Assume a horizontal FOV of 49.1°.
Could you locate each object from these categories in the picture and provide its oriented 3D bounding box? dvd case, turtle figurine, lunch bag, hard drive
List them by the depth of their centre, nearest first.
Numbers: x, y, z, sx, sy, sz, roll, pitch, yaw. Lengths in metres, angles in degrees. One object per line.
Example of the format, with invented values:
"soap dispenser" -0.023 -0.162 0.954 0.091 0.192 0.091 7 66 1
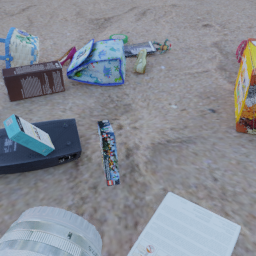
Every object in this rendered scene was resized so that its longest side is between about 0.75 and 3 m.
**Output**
"hard drive" -2.745 0.521 8.213 2.631 0.557 1.775 -10 39 -12
"lunch bag" -1.307 -2.789 11.833 2.323 1.480 1.975 -5 39 7
"turtle figurine" 1.776 -4.080 14.178 1.066 0.798 0.537 14 -2 21
"dvd case" 0.491 -4.010 14.242 1.701 0.136 1.265 -9 38 -1

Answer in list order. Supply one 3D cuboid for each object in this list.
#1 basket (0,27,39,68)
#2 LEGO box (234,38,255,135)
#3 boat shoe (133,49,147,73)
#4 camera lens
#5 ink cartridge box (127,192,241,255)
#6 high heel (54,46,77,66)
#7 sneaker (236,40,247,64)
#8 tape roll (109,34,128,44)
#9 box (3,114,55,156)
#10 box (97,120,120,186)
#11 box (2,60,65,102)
"basket" -5.246 -3.483 12.391 2.523 1.755 2.224 -1 37 -16
"LEGO box" 4.416 -1.457 9.454 1.115 2.153 2.891 10 39 12
"boat shoe" 0.550 -3.116 12.859 0.561 0.651 1.785 5 45 -1
"camera lens" -1.486 2.671 4.406 1.826 1.826 2.282 6 37 8
"ink cartridge box" 1.110 2.539 5.754 1.722 0.509 2.152 23 48 26
"high heel" -3.043 -3.282 12.963 1.539 0.738 0.518 -23 43 -27
"sneaker" 6.055 -2.922 12.309 1.101 1.189 2.950 -11 44 -38
"tape roll" -0.519 -4.905 15.457 1.026 0.247 1.026 0 37 0
"box" -2.454 0.213 7.059 0.341 1.386 0.570 -36 59 4
"box" -0.506 0.547 6.984 0.322 1.167 1.709 -6 14 -8
"box" -3.609 -1.832 10.838 2.150 1.077 0.806 -14 40 -19
